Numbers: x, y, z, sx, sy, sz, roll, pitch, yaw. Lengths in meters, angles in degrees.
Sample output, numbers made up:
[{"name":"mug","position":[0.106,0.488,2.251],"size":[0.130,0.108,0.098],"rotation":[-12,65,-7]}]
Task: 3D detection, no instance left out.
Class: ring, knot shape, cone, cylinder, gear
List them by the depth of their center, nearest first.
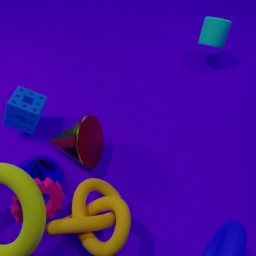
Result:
[{"name":"ring","position":[1.517,2.325,4.820],"size":[0.324,1.622,1.622],"rotation":[31,58,15]},{"name":"ring","position":[-2.471,1.659,5.383],"size":[1.969,0.394,1.969],"rotation":[-1,88,17]},{"name":"knot shape","position":[-0.668,1.712,5.745],"size":[1.747,0.807,1.634],"rotation":[-1,29,17]},{"name":"gear","position":[-1.865,1.550,5.846],"size":[1.071,1.071,0.198],"rotation":[-29,39,-21]},{"name":"cone","position":[-2.039,0.902,6.221],"size":[1.101,1.105,1.101],"rotation":[5,61,-9]},{"name":"cone","position":[-1.460,0.334,6.941],"size":[1.288,1.283,1.283],"rotation":[-1,49,22]},{"name":"cylinder","position":[2.774,-3.049,8.968],"size":[0.823,0.823,0.823],"rotation":[10,20,-4]}]

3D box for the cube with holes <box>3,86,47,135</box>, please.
[{"name":"cube with holes","position":[-2.711,-0.465,7.411],"size":[0.784,0.784,0.784],"rotation":[21,40,-13]}]
